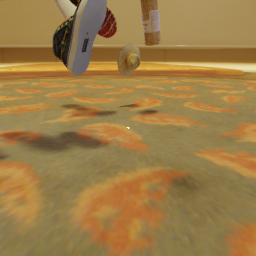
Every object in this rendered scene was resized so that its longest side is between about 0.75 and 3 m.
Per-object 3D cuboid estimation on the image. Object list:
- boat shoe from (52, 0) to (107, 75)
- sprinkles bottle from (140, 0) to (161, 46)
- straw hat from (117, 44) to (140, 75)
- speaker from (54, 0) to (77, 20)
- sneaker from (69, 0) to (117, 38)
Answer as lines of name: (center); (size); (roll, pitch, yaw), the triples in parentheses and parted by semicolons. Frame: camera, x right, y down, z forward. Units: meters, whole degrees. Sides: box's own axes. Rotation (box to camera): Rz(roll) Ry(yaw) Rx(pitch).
boat shoe: (-1.158, -2.200, 6.132); (0.894, 1.969, 0.697); (42, 37, 22)
sprinkles bottle: (0.717, -3.503, 8.885); (0.569, 1.667, 0.569); (-7, 27, 4)
straw hat: (0.183, -2.442, 10.285); (1.192, 1.192, 0.504); (-13, 34, -39)
speaker: (-1.846, -3.855, 9.582); (0.728, 1.793, 0.728); (-28, -18, -10)
sneaker: (-1.086, -3.779, 8.806); (0.810, 2.081, 0.855); (-35, 26, 14)
